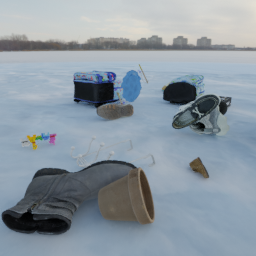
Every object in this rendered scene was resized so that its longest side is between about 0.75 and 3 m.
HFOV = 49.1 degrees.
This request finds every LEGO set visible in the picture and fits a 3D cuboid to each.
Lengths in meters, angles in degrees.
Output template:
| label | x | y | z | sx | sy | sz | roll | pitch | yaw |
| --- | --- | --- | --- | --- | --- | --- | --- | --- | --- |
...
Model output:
| label | x | y | z | sx | sy | sz | roll | pitch | yaw |
| --- | --- | --- | --- | --- | --- | --- | --- | --- | --- |
| LEGO set | -2.796 | 0.445 | 8.734 | 1.134 | 0.465 | 0.432 | -8 | -12 | -11 |

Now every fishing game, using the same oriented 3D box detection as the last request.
| label | x | y | z | sx | sy | sz | roll | pitch | yaw |
| --- | --- | --- | --- | --- | --- | --- | --- | --- | --- |
| fishing game | 0.179 | -1.915 | 12.904 | 0.325 | 2.091 | 1.497 | -1 | 54 | -38 |

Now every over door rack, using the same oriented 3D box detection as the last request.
| label | x | y | z | sx | sy | sz | roll | pitch | yaw |
| --- | --- | --- | --- | --- | --- | --- | --- | --- | --- |
| over door rack | -0.448 | 0.648 | 7.576 | 1.944 | 0.647 | 1.436 | -8 | 20 | -25 |

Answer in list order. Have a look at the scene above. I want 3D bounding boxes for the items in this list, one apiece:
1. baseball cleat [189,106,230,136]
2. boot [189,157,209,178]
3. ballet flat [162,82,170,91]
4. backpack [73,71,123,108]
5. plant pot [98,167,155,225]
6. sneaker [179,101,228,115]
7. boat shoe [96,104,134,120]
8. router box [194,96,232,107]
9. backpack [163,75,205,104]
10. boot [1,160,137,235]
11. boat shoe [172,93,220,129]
| label | x | y | z | sx | sy | sz | roll | pitch | yaw |
| --- | --- | --- | --- | --- | --- | --- | --- | --- | --- |
| baseball cleat | 2.913 | -0.431 | 10.654 | 1.369 | 0.897 | 2.573 | 1 | 16 | 0 |
| boot | 1.784 | 1.043 | 7.025 | 0.332 | 0.324 | 0.881 | -25 | 17 | 5 |
| ballet flat | 2.950 | -2.693 | 18.409 | 0.747 | 0.686 | 2.177 | -8 | 19 | -25 |
| backpack | -1.383 | -2.178 | 15.019 | 2.331 | 1.718 | 2.553 | 15 | 22 | 43 |
| plant pot | -0.056 | 1.301 | 5.123 | 0.874 | 1.002 | 1.002 | -14 | 15 | 10 |
| sneaker | 3.288 | -0.905 | 12.352 | 2.165 | 0.802 | 0.958 | -3 | 20 | -13 |
| boat shoe | -0.615 | -0.709 | 12.175 | 1.853 | 0.690 | 0.679 | -2 | 5 | -37 |
| router box | 4.269 | -1.272 | 14.114 | 1.413 | 0.469 | 1.797 | 11 | 20 | 32 |
| backpack | 3.290 | -2.125 | 15.302 | 1.931 | 1.820 | 2.367 | 5 | 3 | 40 |
| boot | -0.943 | 1.358 | 5.264 | 2.360 | 0.824 | 1.554 | -9 | 19 | 6 |
| boat shoe | 2.261 | -0.492 | 9.451 | 1.901 | 0.719 | 0.573 | -40 | 9 | 44 |
